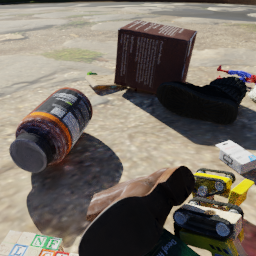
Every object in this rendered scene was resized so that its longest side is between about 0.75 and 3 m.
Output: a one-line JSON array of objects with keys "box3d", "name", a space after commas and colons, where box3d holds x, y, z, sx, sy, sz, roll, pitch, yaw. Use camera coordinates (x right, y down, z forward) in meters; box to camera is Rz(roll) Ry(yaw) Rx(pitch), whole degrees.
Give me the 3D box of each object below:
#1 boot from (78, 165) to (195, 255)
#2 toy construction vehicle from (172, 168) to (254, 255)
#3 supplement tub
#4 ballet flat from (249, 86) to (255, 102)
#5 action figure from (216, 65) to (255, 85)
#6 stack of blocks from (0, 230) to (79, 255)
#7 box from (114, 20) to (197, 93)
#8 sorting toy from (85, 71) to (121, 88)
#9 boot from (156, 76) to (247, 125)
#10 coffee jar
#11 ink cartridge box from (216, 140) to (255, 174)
[{"box3d": [-0.328, 1.521, 4.950, 2.332, 0.804, 2.503, -24, -1, -38], "name": "boot"}, {"box3d": [2.080, 1.631, 5.005, 2.792, 0.983, 2.431, 3, 10, 37], "name": "toy construction vehicle"}, {"box3d": [-2.112, 0.007, 7.891, 1.509, 1.509, 2.822, 7, 31, 12], "name": "supplement tub"}, {"box3d": [5.276, -1.398, 11.416, 0.662, 0.662, 1.845, 17, 31, 27], "name": "ballet flat"}, {"box3d": [5.525, -2.435, 12.767, 2.597, 0.847, 1.285, 22, 47, 33], "name": "action figure"}, {"box3d": [-1.386, 2.403, 4.681, 1.760, 0.515, 1.013, 5, 30, 9], "name": "stack of blocks"}, {"box3d": [1.173, -3.056, 12.078, 2.900, 2.406, 2.381, 15, 32, 13], "name": "box"}, {"box3d": [-1.199, -2.277, 13.098, 1.513, 0.301, 2.047, -10, 31, -22], "name": "sorting toy"}, {"box3d": [2.779, -1.302, 10.448, 3.037, 1.143, 2.271, 21, 42, 14], "name": "boot"}, {"box3d": [0.993, 2.552, 3.728, 2.821, 1.204, 1.471, 23, 38, 34], "name": "coffee jar"}, {"box3d": [2.941, 0.778, 7.691, 0.594, 0.347, 1.024, -14, 33, -23], "name": "ink cartridge box"}]
